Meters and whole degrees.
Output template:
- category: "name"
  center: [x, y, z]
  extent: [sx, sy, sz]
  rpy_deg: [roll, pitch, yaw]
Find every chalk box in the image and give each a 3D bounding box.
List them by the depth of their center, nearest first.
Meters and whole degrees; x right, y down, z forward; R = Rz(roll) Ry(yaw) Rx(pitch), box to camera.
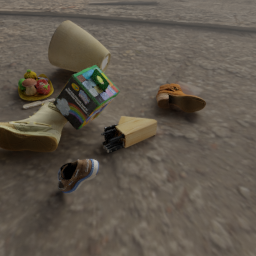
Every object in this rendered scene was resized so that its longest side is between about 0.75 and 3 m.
- category: "chalk box"
  center: [-1.392, -1.251, 10.184]
  extent: [1.413, 2.264, 1.403]
  rpy_deg: [49, 41, 0]

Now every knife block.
- category: "knife block"
  center: [0.028, 0.293, 10.064]
  extent: [1.884, 0.603, 1.654]
  rpy_deg: [7, 38, 8]

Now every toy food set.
- category: "toy food set"
  center: [-4.314, -2.039, 12.971]
  extent: [1.575, 0.875, 2.678]
  rpy_deg: [-14, 39, -18]

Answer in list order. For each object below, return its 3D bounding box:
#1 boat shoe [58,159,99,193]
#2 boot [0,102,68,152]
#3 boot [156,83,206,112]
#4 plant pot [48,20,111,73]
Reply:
- category: "boat shoe"
  center: [-1.571, 1.272, 7.800]
  extent: [0.672, 1.857, 0.671]
  rpy_deg: [22, 47, -31]
- category: "boot"
  center: [-3.626, -0.158, 10.344]
  extent: [2.694, 0.981, 2.094]
  rpy_deg: [5, 37, 5]
- category: "boot"
  center: [2.300, -1.437, 12.291]
  extent: [2.098, 0.773, 1.623]
  rpy_deg: [7, 33, 5]
- category: "plant pot"
  center: [-2.311, -3.832, 14.461]
  extent: [2.623, 2.457, 2.457]
  rpy_deg: [27, 42, 9]
